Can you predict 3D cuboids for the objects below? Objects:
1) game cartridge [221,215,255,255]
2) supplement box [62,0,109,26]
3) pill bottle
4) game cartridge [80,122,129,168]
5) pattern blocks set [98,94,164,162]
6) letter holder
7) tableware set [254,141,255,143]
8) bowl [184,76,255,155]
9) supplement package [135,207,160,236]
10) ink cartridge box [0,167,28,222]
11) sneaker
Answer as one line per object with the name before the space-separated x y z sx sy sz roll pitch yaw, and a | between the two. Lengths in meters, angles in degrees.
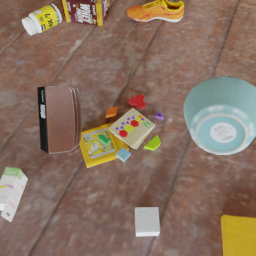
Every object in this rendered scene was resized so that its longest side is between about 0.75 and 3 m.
game cartridge | 4.219 3.918 8.277 2.717 0.441 2.395 5 58 6
supplement box | -2.065 -6.368 14.236 1.876 1.246 1.850 9 58 5
pill bottle | -4.213 -5.288 13.717 1.698 0.971 0.971 -38 65 -21
game cartridge | -0.945 0.569 10.440 1.659 0.269 1.462 -18 60 -11
pattern blocks set | 0.191 -0.026 10.680 2.764 0.224 2.429 -33 67 -28
letter holder | -1.890 -0.285 8.389 1.349 0.954 1.898 -4 97 -29
tableware set | 5.409 0.403 10.613 0.891 0.203 1.322 37 64 17
bowl | 2.470 -0.143 7.403 2.177 2.177 1.139 17 39 11
supplement package | 0.595 2.938 8.771 0.732 0.563 0.765 -1 58 0
ink cartridge box | -3.863 2.151 9.066 0.514 0.894 1.526 7 57 5
sneaker | 1.381 -6.041 14.131 2.886 1.113 1.053 -3 59 0
